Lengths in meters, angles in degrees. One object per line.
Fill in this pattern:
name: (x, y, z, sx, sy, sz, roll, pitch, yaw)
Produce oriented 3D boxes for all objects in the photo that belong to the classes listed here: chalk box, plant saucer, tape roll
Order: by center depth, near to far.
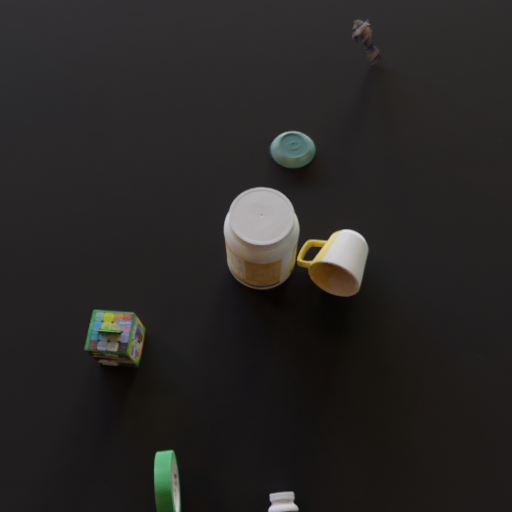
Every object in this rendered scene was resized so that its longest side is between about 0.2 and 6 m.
tape roll: (-1.479, 3.883, 9.370, 0.281, 1.167, 1.167, -6, 65, -4)
chalk box: (-2.636, 1.505, 10.423, 0.812, 1.300, 0.806, 5, 65, 2)
plant saucer: (0.855, -2.501, 12.946, 1.025, 0.184, 1.025, 0, 65, 0)

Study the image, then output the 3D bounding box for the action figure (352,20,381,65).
action figure: (2.686, -5.288, 13.732, 0.393, 1.134, 0.738, -35, 28, 6)

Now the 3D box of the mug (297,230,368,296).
mug: (1.634, 0.003, 11.311, 1.329, 1.064, 1.091, 30, 60, -1)

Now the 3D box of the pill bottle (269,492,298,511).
pill bottle: (0.474, 4.487, 9.455, 0.507, 0.507, 0.875, -5, 64, -2)

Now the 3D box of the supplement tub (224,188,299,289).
supplement tub: (0.103, -0.310, 10.920, 1.411, 1.951, 1.411, 0, 65, 0)
